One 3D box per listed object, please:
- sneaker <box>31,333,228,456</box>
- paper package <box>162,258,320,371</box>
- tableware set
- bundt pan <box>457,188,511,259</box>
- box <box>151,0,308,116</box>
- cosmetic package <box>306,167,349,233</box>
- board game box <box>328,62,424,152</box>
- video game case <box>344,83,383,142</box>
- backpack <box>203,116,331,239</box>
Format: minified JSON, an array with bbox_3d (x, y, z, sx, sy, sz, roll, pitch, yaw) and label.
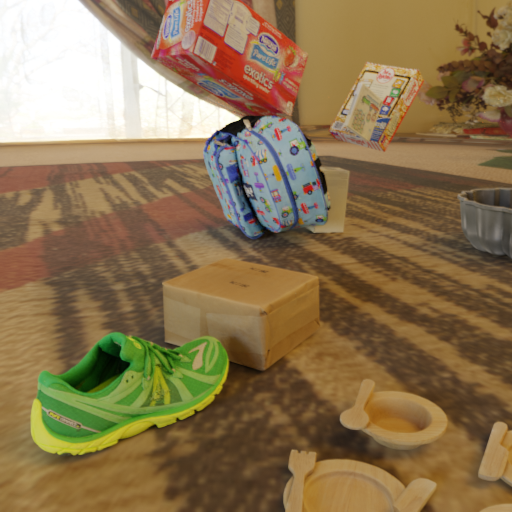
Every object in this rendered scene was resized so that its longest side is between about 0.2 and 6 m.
[{"bbox_3d":[-1.122,1.194,5.609,0.830,0.936,2.240,13,19,41],"label":"sneaker"},{"bbox_3d":[-0.175,0.706,7.516,1.663,0.860,1.585,9,18,32],"label":"paper package"},{"bbox_3d":[1.639,1.800,4.603,2.706,0.314,2.261,8,17,25],"label":"tableware set"},{"bbox_3d":[5.827,-0.649,11.827,3.094,1.161,3.094,0,15,0],"label":"bundt pan"},{"bbox_3d":[-0.316,-2.816,7.911,0.969,1.012,2.029,16,-1,44],"label":"box"},{"bbox_3d":[1.722,-1.362,13.650,0.819,1.523,0.646,0,16,-18],"label":"cosmetic package"},{"bbox_3d":[2.766,-3.484,13.005,1.458,1.924,0.446,27,-5,39],"label":"board game box"},{"bbox_3d":[2.205,-2.917,11.439,0.118,0.905,0.994,21,4,37],"label":"video game case"},{"bbox_3d":[0.295,-1.743,12.778,2.089,2.834,3.105,-24,24,-11],"label":"backpack"}]
